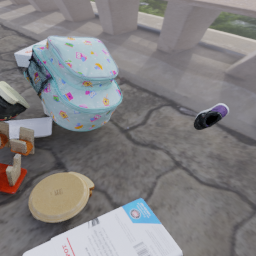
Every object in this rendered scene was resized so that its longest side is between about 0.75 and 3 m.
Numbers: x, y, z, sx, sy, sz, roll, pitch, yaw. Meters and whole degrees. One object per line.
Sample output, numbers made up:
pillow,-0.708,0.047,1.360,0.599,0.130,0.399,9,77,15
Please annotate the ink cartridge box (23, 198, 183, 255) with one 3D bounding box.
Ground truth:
ink cartridge box,-0.488,2.713,5.582,2.711,0.904,1.570,-18,41,-23

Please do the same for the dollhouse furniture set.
dollhouse furniture set,-4.249,1.137,7.653,2.770,1.443,2.800,14,38,0

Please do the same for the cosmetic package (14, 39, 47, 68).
cosmetic package,-3.891,-3.886,14.348,2.197,0.753,2.913,12,38,27

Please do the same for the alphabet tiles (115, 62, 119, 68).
alphabet tiles,-1.190,-3.158,13.794,1.341,0.042,1.116,-5,46,-25

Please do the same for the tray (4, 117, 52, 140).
tray,-3.615,0.085,9.645,1.988,0.220,1.067,-6,38,-8

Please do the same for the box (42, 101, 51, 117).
box,-2.585,-1.058,10.454,0.690,1.051,1.056,27,45,28

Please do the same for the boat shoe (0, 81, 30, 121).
boat shoe,-3.721,-0.771,8.420,0.926,1.081,2.956,-46,10,-3

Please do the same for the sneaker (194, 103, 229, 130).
sneaker,1.970,-0.202,7.062,0.441,1.165,0.510,48,56,2

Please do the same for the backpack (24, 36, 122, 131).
backpack,-1.549,-1.443,8.984,2.559,2.232,2.911,-13,70,-44

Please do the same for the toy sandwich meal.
toy sandwich meal,-1.695,1.782,7.170,1.668,0.571,1.668,-2,39,2
